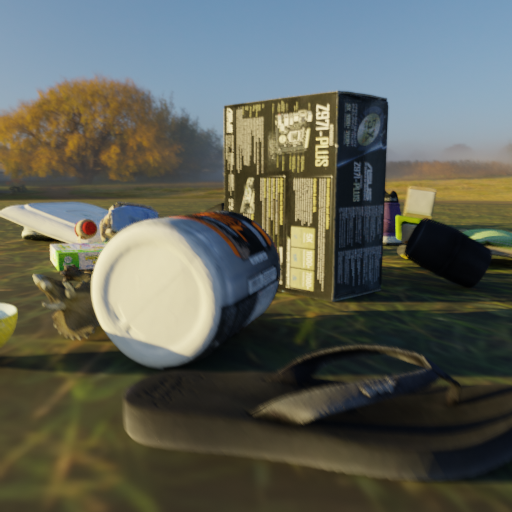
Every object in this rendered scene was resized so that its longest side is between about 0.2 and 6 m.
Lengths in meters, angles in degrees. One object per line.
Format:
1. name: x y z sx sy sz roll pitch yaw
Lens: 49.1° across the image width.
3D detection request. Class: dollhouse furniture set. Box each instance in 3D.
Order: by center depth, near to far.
1. dollhouse furniture set: 3.558 -0.787 10.420 3.462 1.336 1.730 9 8 11

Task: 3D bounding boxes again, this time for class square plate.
1. square plate: -4.134 -0.822 13.491 2.822 0.401 2.796 19 14 21

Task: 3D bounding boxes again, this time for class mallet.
1. mallet: 2.895 0.010 9.081 1.092 0.682 3.315 27 2 10

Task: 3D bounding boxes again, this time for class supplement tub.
1. supplement tub: -0.487 0.202 5.160 1.197 1.197 1.954 2 8 17

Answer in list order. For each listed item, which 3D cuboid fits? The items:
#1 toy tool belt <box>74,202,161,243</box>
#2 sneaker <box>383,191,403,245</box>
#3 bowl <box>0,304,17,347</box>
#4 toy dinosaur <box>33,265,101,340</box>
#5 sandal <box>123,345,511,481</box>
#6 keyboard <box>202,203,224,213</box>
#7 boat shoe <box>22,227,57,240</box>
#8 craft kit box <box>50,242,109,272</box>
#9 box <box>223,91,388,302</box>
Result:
1. toy tool belt: -2.684 -0.610 11.425 1.730 1.081 1.063 -1 -6 -39
2. sneaker: 2.948 -1.156 14.433 1.261 1.458 3.329 -1 8 -10
3. bowl: -2.352 0.668 4.557 0.775 0.417 0.775 0 9 0
4. toy dinosaur: -1.379 0.463 5.755 1.981 0.763 1.013 1 17 -40
5. sandal: 0.376 0.806 3.175 2.335 0.500 0.888 1 7 5
6. keyboard: 0.256 -1.057 17.497 2.688 1.023 5.165 -24 -9 41
7. boat shoe: -5.449 -0.844 14.650 0.905 0.787 2.455 0 7 0
8. craft kit box: -2.870 -0.015 10.144 1.530 0.376 1.549 -6 9 -24
9. box: 0.611 -0.839 7.742 1.103 2.561 2.098 -7 10 -43
